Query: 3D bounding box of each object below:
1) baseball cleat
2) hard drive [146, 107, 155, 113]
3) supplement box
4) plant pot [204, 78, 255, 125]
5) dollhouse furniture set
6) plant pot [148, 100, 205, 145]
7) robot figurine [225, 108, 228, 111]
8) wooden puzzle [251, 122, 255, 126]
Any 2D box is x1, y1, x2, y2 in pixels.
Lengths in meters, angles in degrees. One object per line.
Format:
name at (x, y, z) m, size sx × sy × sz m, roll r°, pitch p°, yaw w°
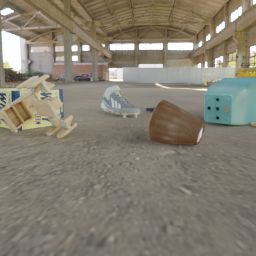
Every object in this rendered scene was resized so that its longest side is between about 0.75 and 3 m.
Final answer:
baseball cleat at (-0.425, -1.292, 13.235) m, size 0.911 × 1.391 × 2.613 m, roll -3°, pitch 11°, yaw -44°
hard drive at (1.627, -0.906, 14.361) m, size 0.856 × 0.202 × 1.226 m, roll -8°, pitch 12°, yaw -33°
supplement box at (-3.818, -0.795, 10.550) m, size 2.013 × 1.353 × 2.015 m, roll 8°, pitch 13°, yaw 38°
plant pot at (4.057, -0.969, 11.033) m, size 1.709 × 1.710 × 2.419 m, roll 9°, pitch 21°, yaw 42°
dollhouse furniture set at (-2.815, -0.494, 8.344) m, size 1.876 × 1.723 × 1.221 m, roll 7°, pitch 41°, yaw 45°
plant pot at (1.353, -0.021, 7.467) m, size 1.247 × 1.165 × 1.165 m, roll 20°, pitch 18°, yaw 24°
robot figurine at (5.367, -1.145, 15.018) m, size 1.174 × 0.471 × 1.620 m, roll 1°, pitch 10°, yaw 8°
wooden puzzle at (5.227, -0.114, 10.160) m, size 1.094 × 0.204 × 1.012 m, roll -10°, pitch 14°, yaw -26°
